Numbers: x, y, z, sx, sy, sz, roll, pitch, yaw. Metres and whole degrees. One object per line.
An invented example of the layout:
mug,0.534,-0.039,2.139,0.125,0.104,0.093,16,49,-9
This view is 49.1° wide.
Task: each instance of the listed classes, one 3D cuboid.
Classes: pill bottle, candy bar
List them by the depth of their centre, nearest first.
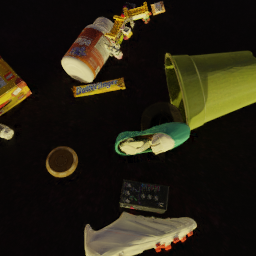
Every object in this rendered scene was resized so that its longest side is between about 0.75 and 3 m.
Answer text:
pill bottle,-4.686,0.091,10.351,0.791,0.447,0.447,24,69,10
candy bar,-1.181,-1.609,11.210,2.131,0.236,0.531,-11,67,-5
pill bottle,-1.443,-3.178,11.247,1.412,1.412,2.517,24,68,10

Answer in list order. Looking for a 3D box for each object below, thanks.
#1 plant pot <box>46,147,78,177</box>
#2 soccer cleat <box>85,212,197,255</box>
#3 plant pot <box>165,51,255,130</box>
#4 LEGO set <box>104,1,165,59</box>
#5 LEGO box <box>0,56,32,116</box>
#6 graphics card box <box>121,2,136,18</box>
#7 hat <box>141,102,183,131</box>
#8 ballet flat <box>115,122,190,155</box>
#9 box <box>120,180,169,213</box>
plant pot,-2.383,1.179,10.041,1.143,0.157,1.143,0,66,0
soccer cleat,0.347,2.536,6.952,2.889,1.001,1.121,-9,56,-18
plant pot,2.905,-1.453,9.550,2.708,2.851,2.851,-14,67,2
LEGO set,0.174,-3.638,10.241,2.602,0.968,1.197,-44,68,-2
LEGO box,-5.309,-1.400,10.728,2.404,0.928,1.790,-40,72,-16
graphics card box,0.033,-5.376,12.850,0.529,0.214,0.843,12,66,6
hat,1.336,-0.135,10.178,1.766,0.712,1.766,2,93,37
ballet flat,0.697,0.476,8.809,2.590,0.872,0.912,-10,32,30
box,0.520,2.253,9.157,1.482,0.906,0.786,8,68,4
